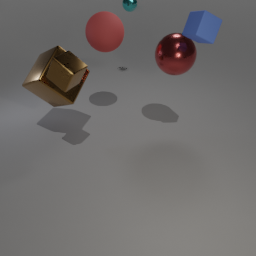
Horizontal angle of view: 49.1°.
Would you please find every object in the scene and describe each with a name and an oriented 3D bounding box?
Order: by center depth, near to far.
[{"bbox_3d":[-1.669,-1.553,7.667,0.700,0.700,0.700,40,42,2],"label":"cube"},{"bbox_3d":[2.132,-2.905,8.095,0.700,0.700,0.700,14,11,-29],"label":"cube"},{"bbox_3d":[1.609,-2.488,9.484,1.400,1.400,1.400,0,33,0],"label":"ball"},{"bbox_3d":[-2.448,-1.696,9.559,1.400,1.400,1.400,-1,60,49],"label":"cube"},{"bbox_3d":[-0.833,-3.455,10.105,1.400,1.400,1.400,0,33,0],"label":"ball"},{"bbox_3d":[0.084,-5.776,13.006,0.700,0.700,0.700,0,33,0],"label":"ball"}]
